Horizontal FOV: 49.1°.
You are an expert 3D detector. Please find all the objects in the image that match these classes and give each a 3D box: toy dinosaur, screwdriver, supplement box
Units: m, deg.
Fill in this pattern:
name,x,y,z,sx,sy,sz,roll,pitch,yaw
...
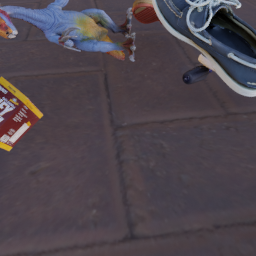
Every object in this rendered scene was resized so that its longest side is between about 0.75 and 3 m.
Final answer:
name,x,y,z,sx,sy,sz,roll,pitch,yaw
toy dinosaur,-1.116,-1.698,5.214,2.470,2.722,1.429,-1,71,-8
screwdriver,2.185,-1.527,7.105,2.563,0.373,0.357,-25,79,-42
supplement box,-2.240,-0.221,5.125,0.645,0.958,0.971,38,78,9

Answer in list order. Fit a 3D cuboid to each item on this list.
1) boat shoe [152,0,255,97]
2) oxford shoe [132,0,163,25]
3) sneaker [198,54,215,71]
name,x,y,z,sx,sy,sz,roll,pitch,yaw
boat shoe,1.279,-1.536,4.226,0.911,0.752,2.433,-28,71,-17
oxford shoe,0.963,-4.201,9.582,0.964,1.024,2.738,-11,5,37
sneaker,2.717,-1.546,5.786,0.900,1.262,2.545,-7,29,-45
